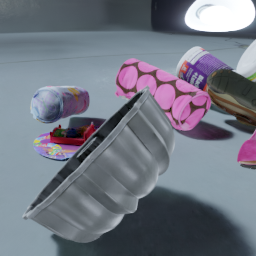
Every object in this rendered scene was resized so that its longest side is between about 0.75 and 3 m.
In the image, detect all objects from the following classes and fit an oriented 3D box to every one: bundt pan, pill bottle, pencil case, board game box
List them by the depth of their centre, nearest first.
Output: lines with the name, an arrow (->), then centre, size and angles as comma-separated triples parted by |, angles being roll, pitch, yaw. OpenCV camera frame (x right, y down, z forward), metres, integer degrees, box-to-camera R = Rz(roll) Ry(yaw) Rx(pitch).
bundt pan -> -0.295, 0.622, 4.287 | 0.984, 2.621, 2.621 | 45, 25, -7
board game box -> -1.394, 0.125, 7.441 | 2.202, 0.429, 1.740 | -13, 26, -31
pencil case -> -1.857, -0.700, 8.027 | 0.916, 1.000, 2.204 | 46, 16, 2
pencil case -> 0.938, -1.011, 8.589 | 2.981, 1.353, 1.396 | 33, 79, 37
pill bottle -> 5.099, -1.598, 8.843 | 2.898, 1.610, 1.610 | 31, 22, -7
pill bottle -> 2.996, -1.675, 9.844 | 1.367, 1.367, 2.453 | -20, 54, -39

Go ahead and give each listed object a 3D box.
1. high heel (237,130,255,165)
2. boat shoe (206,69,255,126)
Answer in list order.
high heel -> 3.508, 0.783, 5.940 | 2.172, 0.732, 1.042 | 31, 71, 27
boat shoe -> 3.583, -0.620, 8.009 | 2.958, 1.092, 1.119 | 37, 68, 24
